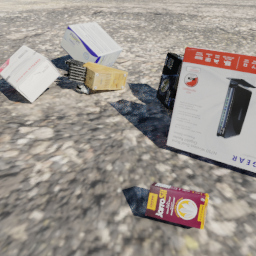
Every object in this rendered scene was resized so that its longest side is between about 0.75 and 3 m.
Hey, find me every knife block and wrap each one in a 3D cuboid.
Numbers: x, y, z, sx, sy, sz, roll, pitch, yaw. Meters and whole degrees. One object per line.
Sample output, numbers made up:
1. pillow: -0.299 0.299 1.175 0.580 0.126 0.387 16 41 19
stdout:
1. knife block: -1.378 -2.212 11.225 2.202 0.705 1.933 -7 34 -37

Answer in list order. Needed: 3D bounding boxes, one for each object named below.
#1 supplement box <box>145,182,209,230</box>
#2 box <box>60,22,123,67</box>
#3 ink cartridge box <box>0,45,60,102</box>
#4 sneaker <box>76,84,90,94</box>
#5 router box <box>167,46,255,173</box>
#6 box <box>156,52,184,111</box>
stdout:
1. supplement box: 0.982 1.530 5.588 1.146 0.632 0.491 10 -3 15
2. box: -1.647 -3.707 12.847 1.934 1.103 2.103 46 37 6
3. ink cartridge box: -3.784 -2.095 10.587 1.546 0.900 2.123 -48 47 -10
4. sneaker: -1.792 -1.670 11.135 0.507 0.329 0.878 9 29 -17
5. router box: 2.673 -0.457 6.957 2.964 2.660 0.724 16 18 25
6. box: 1.682 -1.578 9.574 0.733 1.702 1.393 6 25 -16
